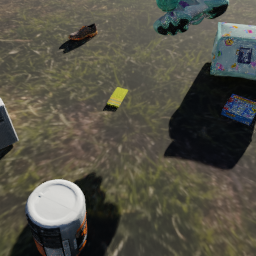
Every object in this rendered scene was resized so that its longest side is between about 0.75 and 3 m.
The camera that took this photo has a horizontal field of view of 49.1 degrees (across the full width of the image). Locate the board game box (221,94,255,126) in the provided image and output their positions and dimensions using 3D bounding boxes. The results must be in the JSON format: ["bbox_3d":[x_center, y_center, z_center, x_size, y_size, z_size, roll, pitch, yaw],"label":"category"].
[{"bbox_3d":[3.544,-0.594,8.804,0.919,0.257,0.900,25,50,23],"label":"board game box"}]

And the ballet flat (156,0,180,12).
[{"bbox_3d":[1.297,-4.788,8.446,0.907,0.948,2.693,2,65,15],"label":"ballet flat"}]

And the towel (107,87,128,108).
[{"bbox_3d":[-0.340,-1.029,9.386,0.420,0.088,0.975,17,46,10],"label":"towel"}]

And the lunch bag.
[{"bbox_3d":[4.064,-2.634,10.020,2.056,1.472,2.414,11,48,10],"label":"lunch bag"}]

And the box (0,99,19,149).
[{"bbox_3d":[-4.301,-0.536,7.924,1.260,1.398,2.486,-27,51,-25],"label":"box"}]

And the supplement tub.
[{"bbox_3d":[-1.289,1.841,5.305,1.016,1.659,1.016,3,44,-3],"label":"supplement tub"}]

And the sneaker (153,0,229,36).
[{"bbox_3d":[1.778,-4.138,9.096,2.511,0.976,1.756,-20,76,-5],"label":"sneaker"}]

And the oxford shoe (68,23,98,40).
[{"bbox_3d":[-2.014,-4.275,12.360,1.394,0.508,0.497,-27,50,-25],"label":"oxford shoe"}]
